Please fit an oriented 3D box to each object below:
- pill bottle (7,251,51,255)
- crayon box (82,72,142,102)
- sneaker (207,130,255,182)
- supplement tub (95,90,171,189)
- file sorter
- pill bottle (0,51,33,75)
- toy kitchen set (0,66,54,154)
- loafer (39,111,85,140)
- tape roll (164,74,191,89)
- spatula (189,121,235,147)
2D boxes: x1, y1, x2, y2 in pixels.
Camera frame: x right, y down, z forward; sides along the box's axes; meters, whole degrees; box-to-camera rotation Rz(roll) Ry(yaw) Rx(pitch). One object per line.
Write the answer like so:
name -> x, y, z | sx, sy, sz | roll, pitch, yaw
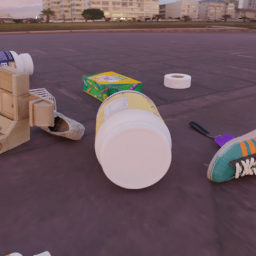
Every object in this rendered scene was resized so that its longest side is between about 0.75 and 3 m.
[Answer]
pill bottle -> -1.576, 1.958, 3.058 | 1.571, 0.858, 0.858 | -13, 26, -28
crayon box -> -0.732, -1.751, 11.961 | 1.526, 0.748, 2.569 | -14, 27, -29
sneaker -> 2.720, 0.644, 6.082 | 2.167, 0.773, 0.866 | -25, 36, -23
supplement tub -> 0.070, 0.169, 6.324 | 1.605, 1.605, 2.208 | -2, 23, -5
file sorter -> -3.098, -0.883, 9.955 | 0.825, 0.740, 1.189 | -13, 27, -27
pill bottle -> -6.291, -3.061, 14.094 | 2.718, 1.510, 1.510 | -18, 29, -35
toy kitchen set -> -3.020, -0.244, 6.861 | 1.613, 1.977, 1.783 | 21, 29, 23
loafer -> -2.120, -0.154, 8.144 | 1.940, 0.678, 0.677 | 14, -6, 32
tape roll -> 2.414, -2.301, 13.669 | 1.286, 0.450, 1.286 | 0, 23, 0
spatula -> 2.402, 0.187, 8.066 | 0.590, 0.215, 2.088 | -16, 24, -20
